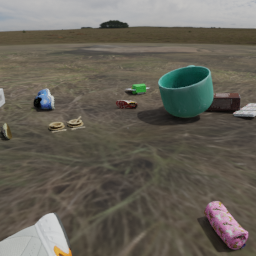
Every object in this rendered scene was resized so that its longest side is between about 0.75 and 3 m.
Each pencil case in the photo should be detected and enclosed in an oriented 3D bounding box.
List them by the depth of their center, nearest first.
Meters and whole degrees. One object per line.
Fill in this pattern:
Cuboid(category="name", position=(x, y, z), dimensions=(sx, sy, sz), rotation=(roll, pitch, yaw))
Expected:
Cuboid(category="pencil case", position=(1.797, 1.770, 5.196), dimensions=(0.421, 0.403, 0.974), rotation=(20, 14, -20))

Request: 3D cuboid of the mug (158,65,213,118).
Cuboid(category="mug", position=(2.538, -1.472, 11.393), dimensions=(2.499, 1.545, 2.053), rotation=(-32, 32, -24))

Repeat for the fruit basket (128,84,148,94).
Cuboid(category="fruit basket", position=(0.501, -2.106, 15.259), dimensions=(1.031, 0.522, 1.113), rotation=(-9, 7, -22))

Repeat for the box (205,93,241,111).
Cuboid(category="box", position=(3.990, -1.152, 12.291), dimensions=(1.693, 0.635, 0.848), rotation=(0, 20, 16))

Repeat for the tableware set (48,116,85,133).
Cuboid(category="tableware set", position=(-2.290, -0.166, 10.379), dimensions=(1.274, 0.255, 0.842), rotation=(-9, 23, -23))

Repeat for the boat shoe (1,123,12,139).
Cuboid(category="boat shoe", position=(-4.172, 0.156, 9.551), dimensions=(0.285, 0.322, 0.879), rotation=(-31, 36, -7))

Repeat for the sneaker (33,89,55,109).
Cuboid(category="sneaker", position=(-3.914, -1.322, 12.736), dimensions=(0.822, 0.724, 1.844), rotation=(-8, 23, -26))

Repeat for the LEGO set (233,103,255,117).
Cuboid(category="LEGO set", position=(5.977, -0.576, 11.397), dimensions=(2.655, 0.652, 1.983), rotation=(4, 19, 42))

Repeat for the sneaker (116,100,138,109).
Cuboid(category="sneaker", position=(-0.063, -1.065, 12.632), dimensions=(0.977, 0.380, 0.401), rotation=(8, 16, -5))

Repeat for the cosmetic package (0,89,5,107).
Cuboid(category="cosmetic package", position=(-6.680, -1.338, 12.706), dimensions=(1.776, 0.753, 0.955), rotation=(-2, 23, -3))

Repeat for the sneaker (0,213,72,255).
Cuboid(category="sneaker", position=(-1.125, 2.238, 3.362), dimensions=(1.340, 1.103, 2.914), rotation=(-18, 19, -22))
